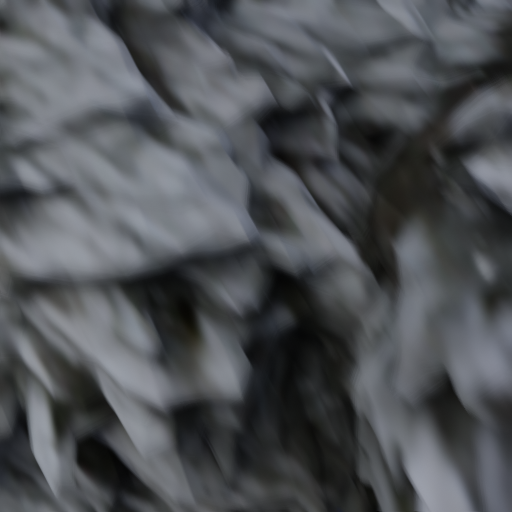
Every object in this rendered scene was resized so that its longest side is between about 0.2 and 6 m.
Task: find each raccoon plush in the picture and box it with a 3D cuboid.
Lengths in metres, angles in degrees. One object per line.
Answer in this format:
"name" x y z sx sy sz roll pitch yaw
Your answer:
"raccoon plush" -0.765 -0.132 0.717 2.339 1.689 3.491 -11 9 -24
